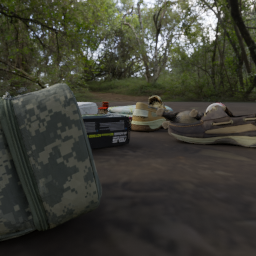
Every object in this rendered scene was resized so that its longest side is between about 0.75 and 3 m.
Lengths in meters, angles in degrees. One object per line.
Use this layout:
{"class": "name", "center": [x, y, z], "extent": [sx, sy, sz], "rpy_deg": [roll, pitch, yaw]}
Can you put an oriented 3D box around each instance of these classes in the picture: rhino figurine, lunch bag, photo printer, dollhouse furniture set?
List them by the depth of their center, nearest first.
{"class": "lunch bag", "center": [-1.113, 0.279, 2.554], "extent": [1.376, 1.143, 1.641], "rpy_deg": [-19, 12, -16]}
{"class": "rhino figurine", "center": [1.913, -0.124, 7.521], "extent": [2.216, 0.663, 0.969], "rpy_deg": [7, -6, 31]}
{"class": "photo printer", "center": [-2.748, -0.798, 12.904], "extent": [2.180, 0.757, 1.814], "rpy_deg": [3, 9, 21]}
{"class": "dollhouse furniture set", "center": [-1.395, -1.134, 16.030], "extent": [1.414, 0.728, 1.398], "rpy_deg": [0, 7, 3]}

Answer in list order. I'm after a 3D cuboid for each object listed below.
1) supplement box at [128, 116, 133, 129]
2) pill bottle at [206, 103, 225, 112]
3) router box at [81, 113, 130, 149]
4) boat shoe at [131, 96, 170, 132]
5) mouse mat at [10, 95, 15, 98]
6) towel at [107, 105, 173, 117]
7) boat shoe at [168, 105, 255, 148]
{"class": "supplement box", "center": [-0.204, -0.165, 9.202], "extent": [0.673, 0.377, 1.237], "rpy_deg": [2, 6, 9]}
{"class": "pill bottle", "center": [3.716, -0.648, 11.642], "extent": [0.780, 0.780, 1.389], "rpy_deg": [3, 6, 22]}
{"class": "router box", "center": [-1.256, 0.054, 6.090], "extent": [2.124, 0.660, 1.591], "rpy_deg": [-6, 9, -41]}
{"class": "boat shoe", "center": [0.985, -0.556, 9.495], "extent": [1.018, 1.082, 2.842], "rpy_deg": [3, 7, 22]}
{"class": "mouse mat", "center": [-2.294, -0.450, 7.737], "extent": [1.839, 0.069, 1.480], "rpy_deg": [34, 18, 36]}
{"class": "towel", "center": [0.530, -0.721, 13.246], "extent": [2.156, 0.606, 2.519], "rpy_deg": [-10, 12, -41]}
{"class": "boat shoe", "center": [2.122, -0.093, 6.390], "extent": [2.399, 0.879, 0.894], "rpy_deg": [3, 7, 21]}
